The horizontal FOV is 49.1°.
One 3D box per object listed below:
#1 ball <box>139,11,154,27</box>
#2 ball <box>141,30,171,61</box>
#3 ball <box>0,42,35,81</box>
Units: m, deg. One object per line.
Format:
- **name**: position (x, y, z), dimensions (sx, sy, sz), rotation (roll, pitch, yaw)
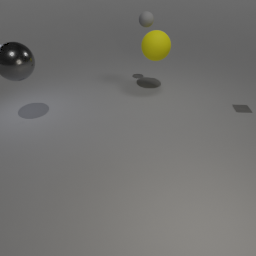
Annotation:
- **ball**: position (0.855, -5.057, 13.044), dimensions (0.700, 0.700, 0.700), rotation (0, 32, 0)
- **ball**: position (1.330, -3.896, 13.278), dimensions (1.400, 1.400, 1.400), rotation (0, 32, 0)
- **ball**: position (-4.107, -2.405, 10.167), dimensions (1.400, 1.400, 1.400), rotation (0, 32, 0)
